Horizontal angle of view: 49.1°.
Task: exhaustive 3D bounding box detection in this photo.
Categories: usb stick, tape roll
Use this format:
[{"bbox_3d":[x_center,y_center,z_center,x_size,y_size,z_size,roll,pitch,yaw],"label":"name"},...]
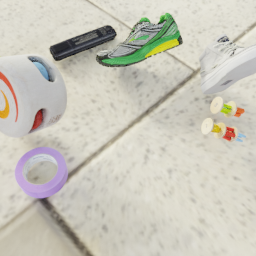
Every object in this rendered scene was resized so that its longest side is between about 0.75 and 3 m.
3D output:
[{"bbox_3d":[-1.539,-2.976,9.726,2.428,0.396,0.673,-28,65,-18],"label":"usb stick"},{"bbox_3d":[-2.157,1.103,7.032,1.231,0.404,1.231,1,56,-2],"label":"tape roll"}]

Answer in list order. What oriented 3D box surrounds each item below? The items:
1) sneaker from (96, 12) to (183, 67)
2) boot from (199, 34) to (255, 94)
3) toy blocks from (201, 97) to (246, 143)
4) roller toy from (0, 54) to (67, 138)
[{"bbox_3d":[0.267,-2.729,8.867,2.854,1.216,1.114,-25,17,-10],"label":"sneaker"},{"bbox_3d":[2.648,-1.923,7.486,1.039,2.826,1.350,-7,82,-15],"label":"boot"},{"bbox_3d":[2.659,-0.154,7.291,1.253,1.044,0.455,16,15,-22],"label":"toy blocks"},{"bbox_3d":[-2.578,-0.824,7.099,1.942,2.129,1.488,6,20,35],"label":"roller toy"}]
